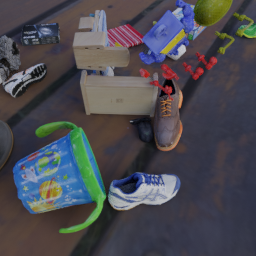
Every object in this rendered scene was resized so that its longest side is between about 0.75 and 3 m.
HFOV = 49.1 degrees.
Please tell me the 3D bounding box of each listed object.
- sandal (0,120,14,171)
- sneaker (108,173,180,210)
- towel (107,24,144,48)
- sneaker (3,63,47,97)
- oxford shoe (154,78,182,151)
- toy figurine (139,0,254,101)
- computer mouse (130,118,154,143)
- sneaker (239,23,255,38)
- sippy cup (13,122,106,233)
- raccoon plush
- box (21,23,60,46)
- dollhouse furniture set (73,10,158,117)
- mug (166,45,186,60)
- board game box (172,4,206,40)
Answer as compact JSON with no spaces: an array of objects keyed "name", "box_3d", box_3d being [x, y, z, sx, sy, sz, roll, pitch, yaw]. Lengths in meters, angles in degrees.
[{"name":"sandal","box_3d":[-3.315,0.711,5.945,1.083,0.724,2.651,9,46,8]},{"name":"sneaker","box_3d":[0.367,1.172,5.542,1.529,0.674,0.575,-14,45,-15]},{"name":"towel","box_3d":[-0.392,-3.195,10.121,1.868,0.210,1.351,-23,51,-20]},{"name":"sneaker","box_3d":[-3.023,-1.514,8.255,0.596,0.549,1.489,24,50,24]},{"name":"oxford shoe","box_3d":[0.917,-0.384,6.844,0.706,0.722,1.980,-7,53,20]},{"name":"toy figurine","box_3d":[1.044,-1.729,5.354,1.287,2.440,1.462,55,24,16]},{"name":"computer mouse","box_3d":[0.400,0.005,6.991,0.575,0.219,0.830,-8,46,-9]},{"name":"sneaker","box_3d":[4.881,-3.743,10.320,1.637,0.684,0.606,-4,47,-3]},{"name":"sippy cup","box_3d":[-1.318,0.906,5.374,1.416,1.517,1.932,-21,30,-5]},{"name":"raccoon plush","box_3d":[-4.215,-2.049,8.281,1.457,1.052,2.174,-4,31,5]},{"name":"box","box_3d":[-3.199,-3.457,10.319,1.322,0.288,1.059,-7,46,-7]},{"name":"dollhouse furniture set","box_3d":[-0.177,-2.045,7.317,1.810,2.619,2.774,1,57,0]},{"name":"mug","box_3d":[1.512,-2.735,9.312,0.816,0.687,0.930,46,31,-5]},{"name":"board game box","box_3d":[2.387,-4.229,11.011,1.442,0.367,2.130,25,51,23]}]
